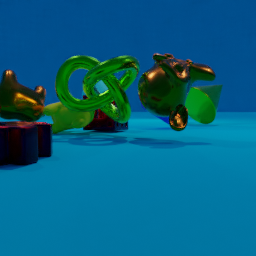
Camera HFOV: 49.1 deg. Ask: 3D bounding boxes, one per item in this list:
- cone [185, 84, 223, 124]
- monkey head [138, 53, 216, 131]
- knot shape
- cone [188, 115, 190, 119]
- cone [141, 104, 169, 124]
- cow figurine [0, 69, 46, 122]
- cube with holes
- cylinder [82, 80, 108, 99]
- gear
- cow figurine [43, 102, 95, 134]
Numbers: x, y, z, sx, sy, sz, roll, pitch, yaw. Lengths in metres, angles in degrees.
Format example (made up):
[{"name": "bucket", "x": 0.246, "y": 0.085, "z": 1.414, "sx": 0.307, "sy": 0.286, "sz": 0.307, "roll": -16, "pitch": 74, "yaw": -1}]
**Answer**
[{"name": "cone", "x": 3.040, "y": -1.214, "z": 10.353, "sx": 1.562, "sy": 1.556, "sz": 1.556, "roll": -38, "pitch": 21, "yaw": -23}, {"name": "monkey head", "x": 0.816, "y": -0.701, "z": 4.898, "sx": 1.243, "sy": 1.041, "sz": 1.727, "roll": 2, "pitch": 33, "yaw": -18}, {"name": "knot shape", "x": -0.459, "y": -0.690, "z": 5.427, "sx": 1.639, "sy": 1.534, "sz": 0.757, "roll": -11, "pitch": 45, "yaw": 17}, {"name": "cone", "x": 2.247, "y": -0.894, "z": 11.717, "sx": 0.918, "sy": 0.918, "sz": 0.922, "roll": 0, "pitch": -30, "yaw": 2}, {"name": "cone", "x": 1.066, "y": -0.486, "z": 8.288, "sx": 1.097, "sy": 1.101, "sz": 1.097, "roll": -15, "pitch": 42, "yaw": 14}, {"name": "cow figurine", "x": -2.520, "y": -0.429, "z": 5.876, "sx": 1.691, "sy": 1.664, "sz": 0.928, "roll": 25, "pitch": -51, "yaw": -37}, {"name": "cube with holes", "x": -0.530, "y": -0.366, "z": 6.848, "sx": 0.835, "sy": 0.835, "sz": 0.835, "roll": 0, "pitch": 1, "yaw": 21}, {"name": "cylinder", "x": -1.095, "y": -1.113, "z": 11.357, "sx": 1.308, "sy": 1.308, "sz": 1.308, "roll": -1, "pitch": 29, "yaw": -22}, {"name": "gear", "x": -1.841, "y": 0.141, "z": 3.009, "sx": 1.957, "sy": 0.362, "sz": 1.957, "roll": 0, "pitch": 4, "yaw": 0}, {"name": "cow figurine", "x": -1.288, "y": -0.345, "z": 6.423, "sx": 1.428, "sy": 0.784, "sz": 1.405, "roll": -8, "pitch": 12, "yaw": 26}]
